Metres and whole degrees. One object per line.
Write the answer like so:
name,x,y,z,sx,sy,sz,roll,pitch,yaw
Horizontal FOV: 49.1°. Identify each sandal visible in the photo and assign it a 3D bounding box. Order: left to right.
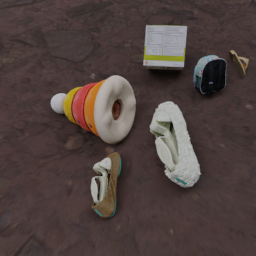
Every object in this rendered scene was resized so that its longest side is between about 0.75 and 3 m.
sandal,4.068,-2.395,9.983,0.427,0.476,1.298,-19,49,6

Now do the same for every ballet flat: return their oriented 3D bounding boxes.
ballet flat,-0.570,1.232,6.726,0.644,0.604,1.780,32,46,-30
ballet flat,1.066,0.222,7.244,0.997,0.997,2.779,-8,48,-7

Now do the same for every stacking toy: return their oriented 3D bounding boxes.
stacking toy,-1.191,-0.593,8.041,2.501,1.828,1.828,7,47,31

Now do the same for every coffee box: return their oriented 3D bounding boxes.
coffee box,1.254,-2.645,9.364,1.299,1.285,1.297,4,8,8

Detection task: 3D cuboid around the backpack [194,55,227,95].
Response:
backpack,2.601,-1.746,8.884,0.973,1.096,0.825,-13,37,-12
